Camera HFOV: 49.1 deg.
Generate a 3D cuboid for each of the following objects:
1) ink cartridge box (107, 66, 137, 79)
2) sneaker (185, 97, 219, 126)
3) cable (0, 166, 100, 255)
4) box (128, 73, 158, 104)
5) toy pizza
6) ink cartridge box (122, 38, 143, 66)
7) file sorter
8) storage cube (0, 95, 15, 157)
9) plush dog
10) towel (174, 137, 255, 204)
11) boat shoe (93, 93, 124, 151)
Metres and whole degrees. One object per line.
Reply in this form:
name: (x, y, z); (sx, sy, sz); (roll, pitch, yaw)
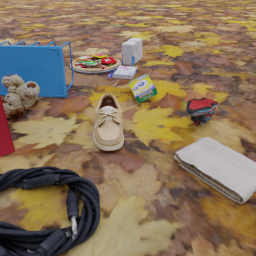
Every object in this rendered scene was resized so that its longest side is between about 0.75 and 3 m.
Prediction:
ink cartridge box: (-0.260, -2.629, 13.155); (1.214, 0.263, 1.192); (7, 32, 10)
sneaker: (2.296, -0.416, 8.709); (0.727, 0.876, 1.833); (25, 21, 31)
cable: (-1.996, 1.481, 5.805); (2.883, 0.732, 2.352); (23, 37, 34)
box: (0.548, -1.616, 10.981); (0.879, 0.362, 1.498); (-26, 34, 3)
toy pizza: (-1.628, -3.342, 14.153); (2.601, 0.412, 2.601); (-1, 31, 0)
ink cartridge box: (0.231, -4.002, 14.641); (0.621, 1.075, 1.473); (10, 31, 19)
file sorter: (-3.730, -2.482, 11.307); (2.797, 1.941, 1.716); (2, 28, 4)
storage cube: (-4.815, -0.512, 7.397); (2.817, 2.532, 2.408); (-22, 37, -31)
plush dog: (-3.835, -0.925, 9.676); (1.605, 1.288, 1.378); (25, 58, 25)
towel: (2.348, 0.935, 7.068); (1.415, 0.368, 2.135); (-24, 38, -33)
boat shoe: (-0.635, -0.279, 8.584); (0.946, 0.888, 2.566); (-4, 31, -7)
